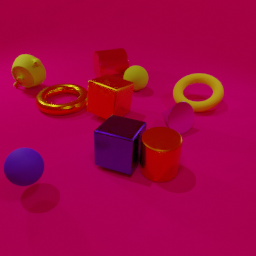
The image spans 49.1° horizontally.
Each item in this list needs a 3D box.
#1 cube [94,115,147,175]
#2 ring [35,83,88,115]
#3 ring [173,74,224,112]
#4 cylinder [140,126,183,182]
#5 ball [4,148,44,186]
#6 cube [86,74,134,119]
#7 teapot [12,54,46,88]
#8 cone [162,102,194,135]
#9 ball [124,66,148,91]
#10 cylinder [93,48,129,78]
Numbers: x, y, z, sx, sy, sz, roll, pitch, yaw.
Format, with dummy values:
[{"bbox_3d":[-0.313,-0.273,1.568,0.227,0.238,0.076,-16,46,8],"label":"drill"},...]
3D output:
[{"bbox_3d":[-0.190,0.397,7.228,1.030,1.030,1.030,13,31,18],"label":"cube"},{"bbox_3d":[-2.310,-1.056,9.955,1.905,0.381,1.905,0,35,0],"label":"ring"},{"bbox_3d":[2.458,-1.263,9.846,1.722,0.344,1.722,-6,52,8],"label":"ring"},{"bbox_3d":[0.806,0.644,6.981,1.007,1.007,1.007,0,35,0],"label":"cylinder"},{"bbox_3d":[-2.320,0.870,6.275,0.858,0.858,0.858,0,35,0],"label":"ball"},{"bbox_3d":[-0.579,-1.009,9.094,1.078,1.078,1.078,22,31,24],"label":"cube"},{"bbox_3d":[-3.755,-2.094,10.509,2.037,1.266,0.997,-28,25,40],"label":"teapot"},{"bbox_3d":[1.356,-0.389,8.775,1.005,1.005,1.009,-19,21,-25],"label":"cone"},{"bbox_3d":[0.302,-1.890,10.656,0.939,0.939,0.939,0,35,0],"label":"ball"},{"bbox_3d":[-0.705,-2.559,11.346,1.210,1.210,1.210,-12,37,-17],"label":"cylinder"}]
